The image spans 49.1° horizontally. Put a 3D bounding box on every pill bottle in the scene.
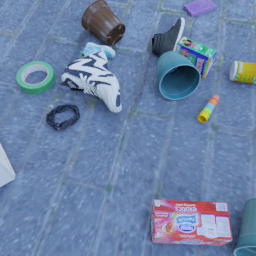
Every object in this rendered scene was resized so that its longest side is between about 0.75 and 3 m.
[{"bbox_3d":[4.409,-1.993,10.142,1.265,0.703,0.703,10,59,6],"label":"pill bottle"}]

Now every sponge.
[{"bbox_3d":[3.202,-5.419,12.533,1.299,0.194,0.725,-24,62,-14],"label":"sponge"}]

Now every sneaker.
[{"bbox_3d":[1.566,-3.694,11.128,1.081,0.771,2.180,17,64,4],"label":"sneaker"},{"bbox_3d":[-1.198,-2.768,10.741,1.313,0.522,0.857,18,58,21],"label":"sneaker"},{"bbox_3d":[-1.357,-1.447,9.577,1.823,1.118,2.802,-17,60,-8],"label":"sneaker"}]

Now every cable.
[{"bbox_3d":[-2.177,-0.404,9.461,0.939,0.292,1.151,35,62,28],"label":"cable"}]

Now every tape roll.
[{"bbox_3d":[-3.380,-1.869,10.295,1.336,0.321,1.336,0,59,0],"label":"tape roll"}]

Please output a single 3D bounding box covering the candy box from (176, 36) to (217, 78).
[{"bbox_3d":[2.410,-2.561,10.229,1.351,1.142,0.520,28,66,16],"label":"candy box"}]

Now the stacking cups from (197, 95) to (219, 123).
[{"bbox_3d":[2.758,-0.699,9.587,0.355,0.355,1.174,27,60,16],"label":"stacking cups"}]

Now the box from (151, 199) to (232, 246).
[{"bbox_3d":[1.576,2.475,7.290,1.917,0.915,0.956,2,59,1],"label":"box"}]

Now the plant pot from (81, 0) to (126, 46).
[{"bbox_3d":[-0.905,-4.085,11.145,1.373,1.373,1.360,-37,74,-20],"label":"plant pot"}]

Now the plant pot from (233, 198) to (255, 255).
[{"bbox_3d":[3.457,2.613,7.033,1.424,1.424,1.395,16,51,9],"label":"plant pot"}]

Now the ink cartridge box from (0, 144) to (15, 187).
[{"bbox_3d":[-5.084,1.160,7.910,2.912,1.228,2.108,-29,63,-17],"label":"ink cartridge box"}]

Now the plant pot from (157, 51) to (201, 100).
[{"bbox_3d":[1.616,-1.948,9.809,1.423,1.423,1.337,-9,45,-6],"label":"plant pot"}]
